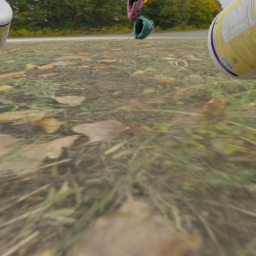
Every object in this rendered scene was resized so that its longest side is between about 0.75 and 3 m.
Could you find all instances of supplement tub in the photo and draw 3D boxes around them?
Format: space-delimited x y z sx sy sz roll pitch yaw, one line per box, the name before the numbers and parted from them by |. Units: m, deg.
supplement tub | 2.122 -1.502 4.029 1.292 1.292 1.777 -6 -3 -15
supplement tub | -3.386 -2.454 6.779 0.933 1.284 0.933 17 53 -24

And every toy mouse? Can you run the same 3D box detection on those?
toy mouse | 0.483 -4.137 9.947 0.577 2.650 2.982 -4 53 -19
